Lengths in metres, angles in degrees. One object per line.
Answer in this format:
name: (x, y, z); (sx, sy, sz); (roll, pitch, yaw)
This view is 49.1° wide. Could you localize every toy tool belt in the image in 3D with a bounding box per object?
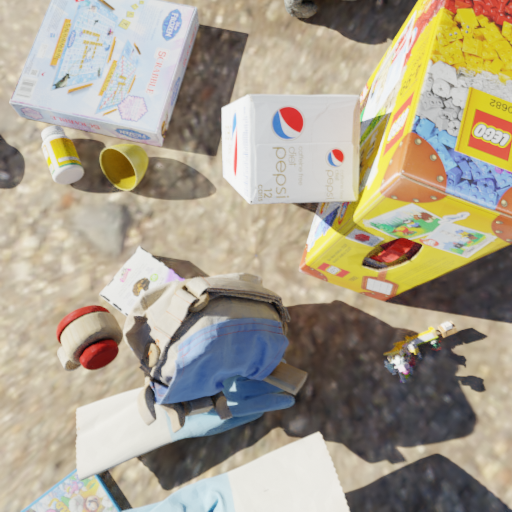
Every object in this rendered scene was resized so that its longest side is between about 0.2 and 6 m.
toy tool belt: (-0.797, 1.301, 7.205); (3.008, 1.878, 1.849); (-8, 51, -41)

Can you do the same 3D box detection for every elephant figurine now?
elephant figurine: (1.717, -5.157, 9.729); (2.587, 1.831, 2.007); (-7, 88, 5)

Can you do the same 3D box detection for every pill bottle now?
pill bottle: (-3.244, -1.686, 9.301); (0.505, 0.505, 0.896); (-24, 75, -7)

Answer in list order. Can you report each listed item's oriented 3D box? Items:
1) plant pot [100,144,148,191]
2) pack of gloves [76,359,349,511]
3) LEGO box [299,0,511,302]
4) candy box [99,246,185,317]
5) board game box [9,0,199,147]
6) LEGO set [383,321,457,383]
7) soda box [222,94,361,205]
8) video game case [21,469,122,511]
plant pot: (-2.087, -1.533, 9.199); (0.762, 0.762, 0.541); (35, 47, 9)
pack of gloves: (-0.722, 2.849, 7.617); (3.316, 0.654, 2.786); (-18, 45, -2)
LEGO box: (2.084, -1.313, 7.312); (1.540, 3.990, 2.972); (19, 73, -4)
candy box: (-1.638, 0.595, 8.678); (1.168, 0.418, 0.980); (36, 77, 9)
board game box: (-2.563, -3.380, 9.772); (2.577, 0.531, 2.583); (13, 74, 4)
LEGO set: (2.454, 1.479, 8.395); (1.378, 0.634, 0.513); (-23, 91, -30)
soda box: (0.268, -1.486, 7.561); (1.242, 3.647, 1.161); (-2, 103, -7)
video game case: (-2.711, 3.823, 7.885); (1.520, 0.135, 1.088); (-37, 77, -10)
